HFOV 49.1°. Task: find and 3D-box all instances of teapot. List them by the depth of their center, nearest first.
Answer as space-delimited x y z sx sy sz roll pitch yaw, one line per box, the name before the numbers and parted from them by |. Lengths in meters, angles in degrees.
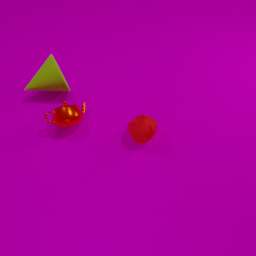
teapot | 0.418 -0.010 8.229 0.894 0.704 1.438 -58 28 -11
teapot | -1.821 -0.459 8.544 1.546 0.757 0.962 -19 12 -39

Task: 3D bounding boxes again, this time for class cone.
cone | -2.750 -1.509 9.047 1.292 1.287 1.287 -27 60 -5
